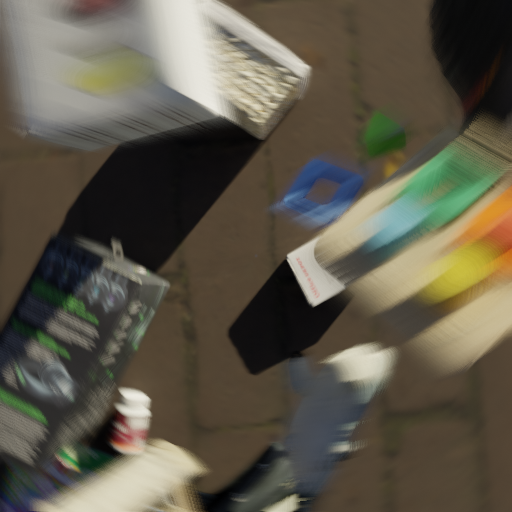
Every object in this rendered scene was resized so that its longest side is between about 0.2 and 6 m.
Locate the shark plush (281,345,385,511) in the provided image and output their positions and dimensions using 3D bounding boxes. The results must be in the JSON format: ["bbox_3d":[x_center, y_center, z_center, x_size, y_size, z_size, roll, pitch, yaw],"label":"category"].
[{"bbox_3d":[0.947,2.259,6.618,1.119,1.026,2.464,1,75,40],"label":"shark plush"}]

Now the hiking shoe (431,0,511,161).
[{"bbox_3d":[2.949,-2.273,6.435,1.520,1.143,3.020,-26,114,-33],"label":"hiking shoe"}]

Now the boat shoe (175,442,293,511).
[{"bbox_3d":[-0.721,3.845,8.403,3.086,1.153,1.023,-29,87,-3],"label":"boat shoe"}]

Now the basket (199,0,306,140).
[{"bbox_3d":[-0.288,-2.809,8.706,1.852,1.256,1.143,36,92,2],"label":"basket"}]

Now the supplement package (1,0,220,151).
[{"bbox_3d":[-1.532,-2.226,6.130,1.772,1.303,1.695,-11,93,11],"label":"supplement package"}]

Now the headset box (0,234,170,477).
[{"bbox_3d":[-2.487,1.151,7.859,1.318,2.474,2.842,28,87,1],"label":"headset box"}]

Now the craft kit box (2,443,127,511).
[{"bbox_3d":[-2.707,3.751,8.357,2.049,0.497,2.024,21,116,1],"label":"craft kit box"}]

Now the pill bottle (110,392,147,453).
[{"bbox_3d":[-1.977,2.609,8.789,0.480,0.480,0.840,9,87,0],"label":"pill bottle"}]

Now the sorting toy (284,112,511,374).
[{"bbox_3d":[1.923,-0.223,5.537,2.135,0.516,3.791,-43,58,-8],"label":"sorting toy"}]

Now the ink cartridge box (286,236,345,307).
[{"bbox_3d":[1.211,0.111,8.891,1.245,0.533,0.919,-28,87,1],"label":"ink cartridge box"}]

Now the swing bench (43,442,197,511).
[{"bbox_3d":[-1.445,2.878,5.948,1.481,0.966,1.489,-22,122,-37],"label":"swing bench"}]
